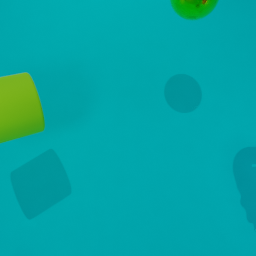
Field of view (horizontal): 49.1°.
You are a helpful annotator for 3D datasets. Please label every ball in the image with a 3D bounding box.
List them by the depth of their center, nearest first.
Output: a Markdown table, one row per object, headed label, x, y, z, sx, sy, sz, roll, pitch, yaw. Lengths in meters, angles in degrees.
| label | x | y | z | sx | sy | sz | roll | pitch | yaw |
| --- | --- | --- | --- | --- | --- | --- | --- | --- | --- |
| ball | 1.343 | -2.707 | 5.649 | 1.007 | 1.007 | 1.007 | 0 | 74 | 0 |

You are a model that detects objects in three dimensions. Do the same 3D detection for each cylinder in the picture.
| label | x | y | z | sx | sy | sz | roll | pitch | yaw |
| --- | --- | --- | --- | --- | --- | --- | --- | --- | --- |
| cylinder | -2.244 | -0.335 | 5.084 | 1.145 | 1.145 | 1.145 | -18 | 74 | -24 |
